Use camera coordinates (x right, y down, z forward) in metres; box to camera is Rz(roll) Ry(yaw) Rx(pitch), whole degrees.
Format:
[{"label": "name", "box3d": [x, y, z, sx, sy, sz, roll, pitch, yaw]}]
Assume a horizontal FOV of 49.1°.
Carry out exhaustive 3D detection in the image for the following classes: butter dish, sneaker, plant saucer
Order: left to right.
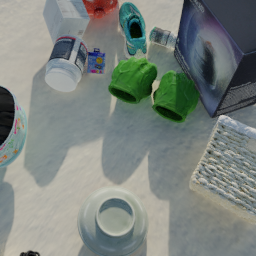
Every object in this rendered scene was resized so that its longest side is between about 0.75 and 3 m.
[{"label": "butter dish", "box3d": [-1.145, -4.830, 10.314, 2.118, 2.112, 1.566, -8, 86, -7]}, {"label": "plant saucer", "box3d": [-0.324, 2.214, 6.847, 1.791, 0.450, 1.791, 6, 57, -9]}, {"label": "sneaker", "box3d": [0.246, -3.631, 9.961, 1.017, 1.045, 2.623, -9, 61, -5]}]

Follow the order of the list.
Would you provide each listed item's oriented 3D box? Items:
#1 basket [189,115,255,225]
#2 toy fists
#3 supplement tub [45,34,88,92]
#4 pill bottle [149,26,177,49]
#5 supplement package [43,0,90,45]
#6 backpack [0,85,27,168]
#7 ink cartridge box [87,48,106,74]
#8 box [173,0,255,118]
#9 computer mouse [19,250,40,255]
[{"label": "basket", "box3d": [2.692, 1.102, 6.719, 2.104, 2.123, 1.707, 28, 81, 16]}, {"label": "toy fists", "box3d": [0.828, -1.257, 8.753, 2.815, 0.968, 1.435, 23, 70, 11]}, {"label": "supplement tub", "box3d": [-1.981, -2.105, 9.077, 1.130, 1.130, 1.611, 8, 61, 4]}, {"label": "pill bottle", "box3d": [1.297, -3.206, 9.999, 1.017, 0.575, 0.575, 21, 64, 10]}, {"label": "supplement package", "box3d": [-2.127, -3.779, 9.530, 0.989, 1.286, 1.345, -12, 72, -34]}, {"label": "backpack", "box3d": [-4.059, 0.050, 7.425, 2.630, 1.980, 2.335, -8, 63, 0]}, {"label": "ink cartridge box", "box3d": [-1.054, -2.239, 9.354, 0.558, 0.312, 0.818, 6, 107, 3]}, {"label": "box", "box3d": [2.835, -2.403, 8.226, 1.811, 2.915, 2.939, -18, 63, -10]}, {"label": "computer mouse", "box3d": [-0.809, 3.396, 5.047, 0.653, 1.993, 2.839, -42, 112, -1]}]
